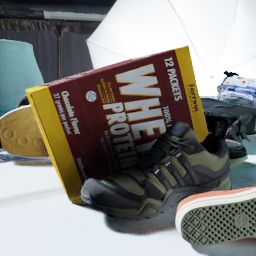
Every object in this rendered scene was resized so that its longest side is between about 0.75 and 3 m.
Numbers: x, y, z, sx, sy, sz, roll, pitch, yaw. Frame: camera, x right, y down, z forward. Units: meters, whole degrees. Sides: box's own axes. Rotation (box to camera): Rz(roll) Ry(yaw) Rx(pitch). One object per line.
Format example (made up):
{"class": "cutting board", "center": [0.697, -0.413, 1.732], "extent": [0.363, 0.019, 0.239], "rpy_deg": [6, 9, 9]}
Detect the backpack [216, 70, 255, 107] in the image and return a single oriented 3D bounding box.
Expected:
{"class": "backpack", "center": [3.468, -0.686, 8.162], "extent": [1.664, 1.746, 1.345], "rpy_deg": [7, 43, 31]}

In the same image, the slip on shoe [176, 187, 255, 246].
{"class": "slip on shoe", "center": [1.070, 0.711, 2.410], "extent": [1.375, 0.509, 0.421], "rpy_deg": [-5, 4, -2]}

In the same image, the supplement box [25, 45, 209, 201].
{"class": "supplement box", "center": [-0.288, -0.220, 4.092], "extent": [1.949, 1.294, 1.923], "rpy_deg": [-21, 15, -17]}

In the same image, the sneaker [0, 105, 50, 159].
{"class": "sneaker", "center": [-1.323, 0.041, 5.879], "extent": [2.536, 1.022, 1.857], "rpy_deg": [-11, -2, -18]}

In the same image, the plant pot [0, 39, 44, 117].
{"class": "plant pot", "center": [-4.273, -1.506, 9.649], "extent": [2.952, 2.774, 2.952], "rpy_deg": [-1, 8, 0]}

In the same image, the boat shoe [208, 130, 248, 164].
{"class": "boat shoe", "center": [1.006, 0.124, 5.189], "extent": [0.887, 0.787, 2.373], "rpy_deg": [-10, 12, -40]}

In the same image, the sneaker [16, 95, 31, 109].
{"class": "sneaker", "center": [-1.634, -0.402, 7.550], "extent": [2.773, 1.173, 1.033], "rpy_deg": [-3, 10, -16]}

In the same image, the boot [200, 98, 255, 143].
{"class": "boot", "center": [1.825, -0.173, 6.943], "extent": [2.201, 0.994, 2.686], "rpy_deg": [-9, 14, -39]}

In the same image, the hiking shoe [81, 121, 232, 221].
{"class": "hiking shoe", "center": [0.356, 0.380, 3.044], "extent": [1.817, 0.915, 0.688], "rpy_deg": [-4, 9, -28]}
